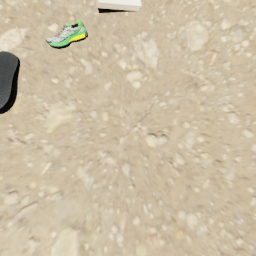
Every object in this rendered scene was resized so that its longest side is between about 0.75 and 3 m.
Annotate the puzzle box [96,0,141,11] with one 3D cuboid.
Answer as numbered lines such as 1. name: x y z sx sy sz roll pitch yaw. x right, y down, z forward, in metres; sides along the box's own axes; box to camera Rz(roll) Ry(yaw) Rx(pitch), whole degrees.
1. puzzle box: -0.426 -4.811 9.077 1.431 0.273 2.151 -4 74 -19

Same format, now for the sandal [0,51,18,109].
1. sandal: -3.739 -1.231 8.059 0.853 0.543 2.268 22 53 -19

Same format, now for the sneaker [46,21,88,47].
1. sneaker: -1.918 -2.907 8.563 1.289 0.549 0.503 -26 43 -9
